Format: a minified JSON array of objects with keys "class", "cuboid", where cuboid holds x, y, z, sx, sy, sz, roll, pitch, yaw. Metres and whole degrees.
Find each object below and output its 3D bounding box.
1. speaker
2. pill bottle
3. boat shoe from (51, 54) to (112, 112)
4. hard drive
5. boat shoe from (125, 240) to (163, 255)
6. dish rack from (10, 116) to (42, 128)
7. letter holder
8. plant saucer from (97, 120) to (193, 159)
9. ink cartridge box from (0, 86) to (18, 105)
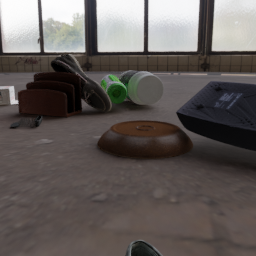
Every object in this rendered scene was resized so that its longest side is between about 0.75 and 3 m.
[{"class":"speaker","cuboid":[-0.560,-1.494,10.526,0.818,0.818,1.850,-3,22,-12]},{"class":"pill bottle","cuboid":[0.462,-1.670,11.504,1.338,1.338,2.366,-5,13,-18]},{"class":"boat shoe","cuboid":[-1.699,-1.498,9.852,0.795,0.933,2.789,-28,68,-36]},{"class":"hard drive","cuboid":[2.656,-0.254,5.614,2.873,0.608,1.938,15,39,36]},{"class":"boat shoe","cuboid":[0.231,1.162,1.548,0.503,0.495,1.395,-6,15,-24]},{"class":"dish rack","cuboid":[-2.781,-0.161,7.663,0.799,0.218,0.613,-2,13,-9]},{"class":"letter holder","cuboid":[-2.619,-1.167,9.365,1.922,1.366,0.967,6,15,21]},{"class":"plant saucer","cuboid":[0.367,0.154,6.038,2.055,0.376,2.055,0,13,0]},{"class":"ink cartridge box","cuboid":[-5.389,-1.345,11.544,2.031,0.684,1.190,-3,14,-14]}]
